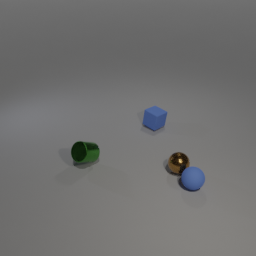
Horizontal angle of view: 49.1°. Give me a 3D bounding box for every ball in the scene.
[{"bbox_3d":[1.644,1.125,9.047,0.700,0.700,0.700,0,29,0],"label":"ball"},{"bbox_3d":[1.964,1.515,8.450,0.700,0.700,0.700,0,29,0],"label":"ball"}]

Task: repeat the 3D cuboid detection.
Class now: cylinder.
[{"bbox_3d":[-1.424,0.806,9.388,0.700,0.700,0.700,20,5,32],"label":"cylinder"}]

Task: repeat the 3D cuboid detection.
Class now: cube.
[{"bbox_3d":[1.133,-0.426,11.815,0.700,0.700,0.700,-23,43,-40],"label":"cube"}]
